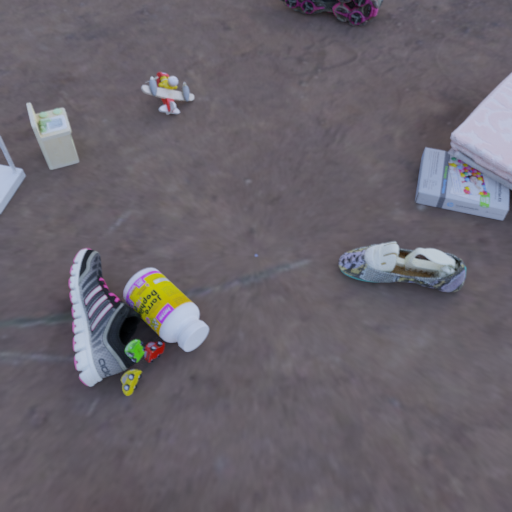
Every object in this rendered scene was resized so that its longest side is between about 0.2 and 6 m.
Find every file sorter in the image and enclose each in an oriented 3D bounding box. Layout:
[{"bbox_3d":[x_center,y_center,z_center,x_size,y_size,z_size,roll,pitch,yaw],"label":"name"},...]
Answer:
[{"bbox_3d":[-5.074,-0.994,8.371,1.742,1.563,2.510,11,55,8],"label":"file sorter"}]

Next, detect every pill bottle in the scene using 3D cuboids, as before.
[{"bbox_3d":[-1.217,0.749,7.666,1.219,0.635,0.635,39,63,24],"label":"pill bottle"}]

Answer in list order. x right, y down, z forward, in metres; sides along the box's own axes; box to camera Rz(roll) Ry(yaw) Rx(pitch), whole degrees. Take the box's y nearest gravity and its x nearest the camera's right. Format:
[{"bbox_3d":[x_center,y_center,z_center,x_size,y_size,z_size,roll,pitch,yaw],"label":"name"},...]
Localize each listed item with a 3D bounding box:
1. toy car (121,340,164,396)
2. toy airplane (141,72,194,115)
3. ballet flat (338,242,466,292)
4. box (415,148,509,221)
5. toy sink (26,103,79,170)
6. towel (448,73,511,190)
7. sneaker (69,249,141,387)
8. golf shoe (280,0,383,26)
[{"bbox_3d":[-1.522,1.290,7.169,0.190,0.801,0.851,24,57,18],"label":"toy car"},{"bbox_3d":[-1.627,-3.053,10.412,0.831,0.589,0.835,37,42,-8],"label":"toy airplane"},{"bbox_3d":[2.145,0.074,8.167,1.838,0.661,0.661,9,54,7],"label":"ballet flat"},{"bbox_3d":[3.436,-1.212,9.310,1.422,0.293,1.109,14,55,9],"label":"box"},{"bbox_3d":[-3.421,-2.088,9.504,0.560,0.999,0.651,-18,55,-12],"label":"toy sink"},{"bbox_3d":[5.495,-1.800,9.442,3.569,0.575,3.409,38,59,19],"label":"towel"},{"bbox_3d":[-2.022,0.756,7.627,0.863,0.728,1.973,-10,59,-7],"label":"sneaker"},{"bbox_3d":[1.521,-5.907,12.381,2.590,0.940,1.193,21,52,4],"label":"golf shoe"}]
